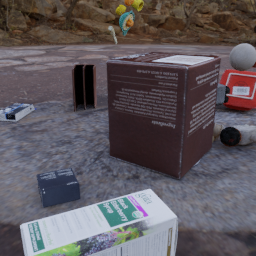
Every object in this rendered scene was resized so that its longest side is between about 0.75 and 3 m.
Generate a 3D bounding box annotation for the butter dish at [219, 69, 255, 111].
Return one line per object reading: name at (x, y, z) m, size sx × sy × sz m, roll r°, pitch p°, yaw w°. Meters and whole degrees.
butter dish at (5.047, -1.490, 12.567) m, size 1.904 × 1.407 × 1.898 m, roll 14°, pitch 66°, yaw 26°

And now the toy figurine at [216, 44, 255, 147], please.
toy figurine at (3.537, -0.881, 8.519) m, size 1.880 × 2.660 × 2.702 m, roll -8°, pitch 65°, yaw -43°

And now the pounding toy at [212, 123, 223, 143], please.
pounding toy at (2.734, 0.042, 9.275) m, size 0.602 × 0.600 × 1.049 m, roll 18°, pitch 22°, yaw -2°

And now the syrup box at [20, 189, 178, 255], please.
syrup box at (-0.407, 1.797, 4.425) m, size 2.273 × 0.926 × 0.895 m, roll -11°, pitch 24°, yaw -23°

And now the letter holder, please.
letter holder at (-1.920, -1.771, 12.397) m, size 0.952 × 1.893 × 1.345 m, roll 0°, pitch 21°, yaw -2°

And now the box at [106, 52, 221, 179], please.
box at (1.005, -0.568, 7.907) m, size 2.329 × 2.837 × 2.353 m, roll 13°, pitch 24°, yaw 32°

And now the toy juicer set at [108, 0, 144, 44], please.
toy juicer set at (-0.085, -3.002, 7.814) m, size 0.384 × 1.413 × 0.899 m, roll 36°, pitch 16°, yaw 15°

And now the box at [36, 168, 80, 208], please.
box at (-1.581, 1.325, 6.333) m, size 0.834 × 0.434 × 0.760 m, roll -9°, pitch 22°, yaw -21°

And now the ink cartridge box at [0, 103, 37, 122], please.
ink cartridge box at (-4.680, -0.732, 11.863) m, size 0.907 × 0.358 × 1.824 m, roll 2°, pitch 20°, yaw 8°
